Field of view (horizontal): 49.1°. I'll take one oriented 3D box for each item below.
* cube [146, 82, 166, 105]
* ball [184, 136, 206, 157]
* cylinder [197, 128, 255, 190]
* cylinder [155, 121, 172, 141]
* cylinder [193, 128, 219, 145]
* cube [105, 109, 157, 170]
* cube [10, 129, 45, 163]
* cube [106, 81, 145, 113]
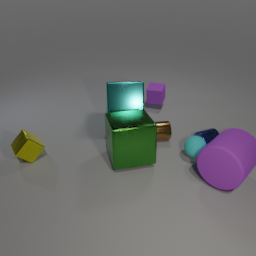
[{"bbox_3d":[1.229,-1.506,12.262,0.700,0.700,0.700,8,39,17],"label":"cube"},{"bbox_3d":[2.166,0.598,9.023,0.700,0.700,0.700,0,33,0],"label":"ball"},{"bbox_3d":[2.987,0.891,8.301,1.400,1.400,1.400,25,38,34],"label":"cylinder"},{"bbox_3d":[1.172,0.109,10.312,0.700,0.700,0.700,-5,33,-8],"label":"cylinder"},{"bbox_3d":[2.762,0.411,9.834,0.700,0.700,0.700,-13,35,-19],"label":"cylinder"},{"bbox_3d":[0.063,0.328,9.145,1.400,1.400,1.400,-7,25,-12],"label":"cube"},{"bbox_3d":[-3.332,0.598,9.295,0.700,0.700,0.700,-51,44,2],"label":"cube"},{"bbox_3d":[-0.118,-1.079,11.042,1.400,1.400,1.400,-2,6,-3],"label":"cube"}]
